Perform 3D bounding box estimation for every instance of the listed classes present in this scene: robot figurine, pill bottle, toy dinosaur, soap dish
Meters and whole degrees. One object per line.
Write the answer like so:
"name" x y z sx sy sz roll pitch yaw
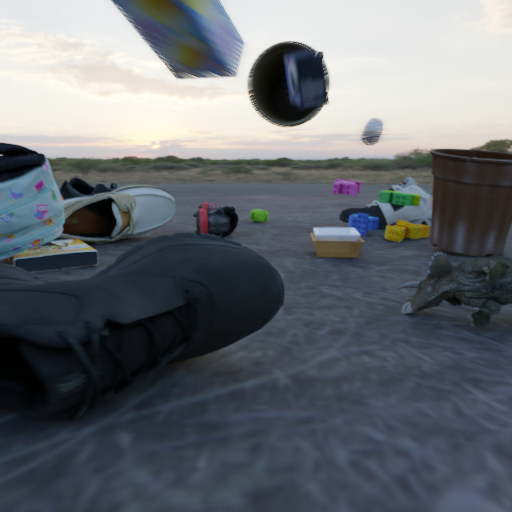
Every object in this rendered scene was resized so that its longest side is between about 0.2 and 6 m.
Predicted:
"robot figurine" 0.084 -1.206 16.975 0.598 0.394 0.682 -8 13 -36
"pill bottle" 2.537 -2.715 12.227 0.377 0.377 0.663 0 -14 1
"toy dinosaur" 2.820 0.314 6.206 2.355 0.906 1.204 -1 15 8
"soap dish" 1.548 -0.258 10.902 0.944 0.487 1.200 1 9 3

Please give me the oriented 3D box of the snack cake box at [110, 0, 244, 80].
"snack cake box" -1.078 -3.336 7.884 1.118 0.653 1.944 4 -17 25

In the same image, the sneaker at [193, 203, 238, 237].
"sneaker" -0.969 -0.903 13.986 1.058 0.765 2.166 -1 12 -1

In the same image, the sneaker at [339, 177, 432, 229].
"sneaker" 3.868 -1.483 15.662 3.210 1.421 1.189 -3 11 -9

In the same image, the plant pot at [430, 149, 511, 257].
"plant pot" 4.258 -1.060 11.002 1.912 1.893 1.912 4 17 -1

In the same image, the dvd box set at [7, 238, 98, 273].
"dvd box set" -3.729 -0.030 10.101 1.360 0.273 1.858 -7 12 -26

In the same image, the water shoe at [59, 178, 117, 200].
"water shoe" -5.068 -1.492 15.609 3.517 1.388 1.257 5 11 28

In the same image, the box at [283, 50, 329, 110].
"box" 0.829 -2.979 9.444 0.523 0.841 0.848 -13 23 -6

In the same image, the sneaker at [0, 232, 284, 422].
"sneaker" -1.164 0.626 4.307 3.120 1.185 1.416 -10 22 -18

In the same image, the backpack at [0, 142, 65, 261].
"backpack" -4.641 -0.779 9.207 2.760 1.747 2.303 -23 37 -23

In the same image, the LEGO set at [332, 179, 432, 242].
"LEGO set" 3.142 -0.964 13.287 3.238 1.235 1.329 12 17 26

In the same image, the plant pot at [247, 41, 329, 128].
"plant pot" 0.803 -3.717 12.721 1.794 1.794 1.557 2 2 10

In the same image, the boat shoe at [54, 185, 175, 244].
"boat shoe" -3.219 -0.830 12.570 3.387 1.266 1.158 -15 22 -34
